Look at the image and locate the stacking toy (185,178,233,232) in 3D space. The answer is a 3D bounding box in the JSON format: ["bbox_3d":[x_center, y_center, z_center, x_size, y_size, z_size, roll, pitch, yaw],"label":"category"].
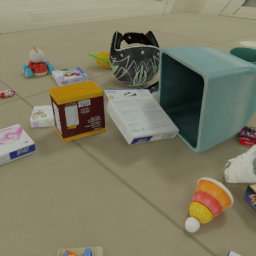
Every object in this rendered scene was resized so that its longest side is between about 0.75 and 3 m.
[{"bbox_3d":[1.811,1.962,6.802,0.979,0.979,1.341,27,60,37],"label":"stacking toy"}]

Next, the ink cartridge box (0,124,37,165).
[{"bbox_3d":[-4.463,0.524,9.328,2.081,0.459,2.120,-23,40,-32],"label":"ink cartridge box"}]

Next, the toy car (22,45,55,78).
[{"bbox_3d":[-4.963,-3.751,15.218,1.484,1.610,1.424,-16,35,-26],"label":"toy car"}]

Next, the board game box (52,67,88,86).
[{"bbox_3d":[-3.074,-2.742,14.801,1.528,0.315,1.531,-15,34,-23],"label":"board game box"}]

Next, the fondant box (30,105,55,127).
[{"bbox_3d":[-3.319,-0.481,11.062,0.857,0.346,1.187,-4,31,-7],"label":"fondant box"}]

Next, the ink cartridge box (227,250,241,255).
[{"bbox_3d":[2.354,3.188,5.057,1.536,0.312,1.533,19,36,29],"label":"ink cartridge box"}]

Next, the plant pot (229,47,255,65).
[{"bbox_3d":[5.814,-2.994,14.012,1.823,1.463,1.823,2,38,-1],"label":"plant pot"}]

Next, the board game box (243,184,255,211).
[{"bbox_3d":[4.524,1.920,6.786,2.709,0.469,1.836,-6,31,-19],"label":"board game box"}]

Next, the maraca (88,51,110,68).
[{"bbox_3d":[-1.500,-4.013,16.220,1.679,0.898,1.151,23,14,11],"label":"maraca"}]

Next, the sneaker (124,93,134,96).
[{"bbox_3d":[0.130,-1.436,12.428,1.383,0.559,0.799,-29,44,-36],"label":"sneaker"}]

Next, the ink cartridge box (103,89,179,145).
[{"bbox_3d":[0.391,-0.480,9.757,2.193,0.446,2.197,-6,52,-39],"label":"ink cartridge box"}]

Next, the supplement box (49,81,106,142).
[{"bbox_3d":[-1.770,-0.616,10.011,1.631,1.653,1.098,-15,34,-23],"label":"supplement box"}]

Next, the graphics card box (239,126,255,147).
[{"bbox_3d":[4.277,0.285,9.894,0.623,0.253,0.993,10,32,17],"label":"graphics card box"}]

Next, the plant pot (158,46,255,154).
[{"bbox_3d":[2.975,-1.287,9.777,2.869,2.817,2.809,-14,35,-17],"label":"plant pot"}]

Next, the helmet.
[{"bbox_3d":[0.337,-3.296,13.451,2.700,2.700,2.574,-6,59,-10],"label":"helmet"}]

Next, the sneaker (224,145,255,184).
[{"bbox_3d":[3.408,1.018,8.150,1.098,0.861,2.211,-20,-5,40],"label":"sneaker"}]

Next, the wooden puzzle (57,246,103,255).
[{"bbox_3d":[-1.013,2.822,5.751,0.967,0.224,0.896,-1,31,-1],"label":"wooden puzzle"}]

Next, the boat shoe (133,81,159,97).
[{"bbox_3d":[0.673,-1.461,11.202,1.751,0.580,0.612,-19,19,8],"label":"boat shoe"}]

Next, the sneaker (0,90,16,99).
[{"bbox_3d":[-5.515,-1.558,12.882,0.464,0.294,0.825,9,30,20],"label":"sneaker"}]
